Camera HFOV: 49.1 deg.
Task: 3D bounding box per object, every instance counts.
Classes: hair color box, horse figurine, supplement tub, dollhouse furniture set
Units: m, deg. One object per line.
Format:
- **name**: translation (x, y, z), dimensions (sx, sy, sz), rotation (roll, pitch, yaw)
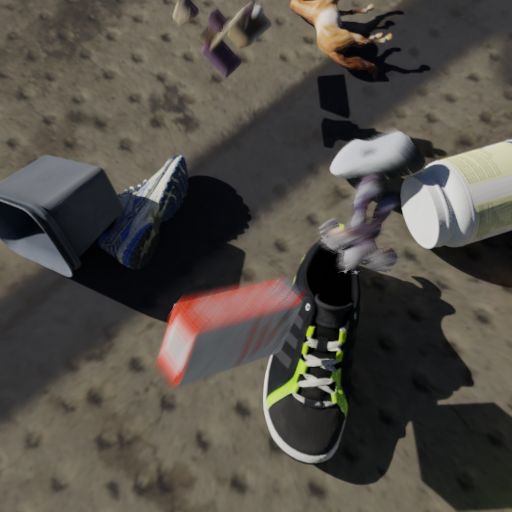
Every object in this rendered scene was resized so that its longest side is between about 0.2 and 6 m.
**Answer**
- **hair color box**: translation (-0.277, 0.844, 6.397), dimensions (1.534, 0.851, 0.490), rotation (-9, 42, -39)
- **horse figurine**: translation (1.659, -4.487, 10.966), dimensions (1.583, 0.596, 2.389), rotation (-13, 68, -2)
- **supplement tub**: translation (3.451, -0.949, 8.884), dimensions (1.938, 1.405, 1.405), rotation (-16, 66, -8)
- **dollhouse furniture set**: translation (-0.253, -4.156, 9.285), dimensions (1.345, 1.205, 1.697), rotation (46, 49, -13)

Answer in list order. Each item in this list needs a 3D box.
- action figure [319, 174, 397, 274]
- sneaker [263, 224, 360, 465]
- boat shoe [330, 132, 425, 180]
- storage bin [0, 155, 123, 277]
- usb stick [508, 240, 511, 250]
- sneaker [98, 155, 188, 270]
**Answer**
- **action figure**: translation (1.343, -0.303, 6.937), dimensions (1.006, 0.536, 1.546), rotation (34, 49, -4)
- **sneaker**: translation (0.814, 1.118, 7.925), dimensions (1.221, 1.411, 3.406), rotation (7, 65, 3)
- **boat shoe**: translation (1.869, -1.471, 8.934), dimensions (0.570, 2.012, 0.690), rotation (34, 81, -20)
- **storage bin**: translation (-3.117, -0.697, 8.744), dimensions (2.077, 1.511, 1.395), rotation (18, 52, 38)
- **usb stick**: translation (4.505, -0.303, 9.305), dimensions (0.711, 0.116, 0.197), rotation (-28, 69, -12)
- **sneaker**: translation (-1.875, -0.880, 9.212), dimensions (0.916, 0.828, 2.149), rotation (21, 66, 14)
